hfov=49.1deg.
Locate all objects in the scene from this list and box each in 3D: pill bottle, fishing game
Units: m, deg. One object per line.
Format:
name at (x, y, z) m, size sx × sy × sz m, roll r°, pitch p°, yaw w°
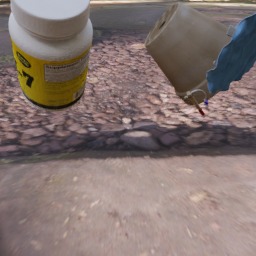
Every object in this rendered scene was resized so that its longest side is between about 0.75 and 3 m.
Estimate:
pill bottle at (-1.340, -1.415, 4.978) m, size 1.350 × 2.363 × 1.350 m, roll 6°, pitch 62°, yaw -11°
fishing game at (1.395, -0.983, 3.498) m, size 0.286 × 1.838 × 1.316 m, roll 45°, pitch 9°, yaw 26°

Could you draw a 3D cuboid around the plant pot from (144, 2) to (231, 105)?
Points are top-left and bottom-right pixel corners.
plant pot at (1.273, -1.665, 5.923) m, size 1.599 × 1.843 × 1.843 m, roll 34°, pitch 24°, yaw -18°
